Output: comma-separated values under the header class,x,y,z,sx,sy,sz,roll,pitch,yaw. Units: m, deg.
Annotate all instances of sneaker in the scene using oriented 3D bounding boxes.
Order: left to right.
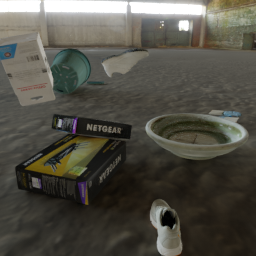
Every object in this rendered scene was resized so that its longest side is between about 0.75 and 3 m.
class,x,y,z,sx,sy,sz,roll,pitch,yaw
sneaker,-0.091,-3.241,13.730,2.361,1.028,0.879,-17,22,7
sneaker,0.707,1.608,5.059,0.512,0.623,1.354,-1,19,-5

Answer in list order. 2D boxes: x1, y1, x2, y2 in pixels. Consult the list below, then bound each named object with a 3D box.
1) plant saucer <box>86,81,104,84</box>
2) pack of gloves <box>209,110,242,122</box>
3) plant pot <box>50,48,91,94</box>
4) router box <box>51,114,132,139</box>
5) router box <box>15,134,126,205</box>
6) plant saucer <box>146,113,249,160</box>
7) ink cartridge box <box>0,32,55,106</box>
class,x,y,z,sx,sy,sz,roll,pitch,yaw
plant saucer,-2.204,-3.073,18.999,1.192,0.113,0.417,0,20,2
pack of gloves,3.905,-0.404,11.458,1.316,0.260,1.105,7,27,36
plant pot,-3.565,-3.224,16.489,2.408,2.408,2.359,1,28,3
router box,-1.113,-0.039,8.682,2.011,0.513,1.500,7,1,-40
router box,-1.293,0.885,7.073,1.841,0.612,2.342,7,21,18
plant saucer,2.025,0.301,8.536,2.984,0.749,2.984,0,20,0
ink cartridge box,-2.626,-1.524,7.434,1.015,1.752,0.584,-11,40,-5
